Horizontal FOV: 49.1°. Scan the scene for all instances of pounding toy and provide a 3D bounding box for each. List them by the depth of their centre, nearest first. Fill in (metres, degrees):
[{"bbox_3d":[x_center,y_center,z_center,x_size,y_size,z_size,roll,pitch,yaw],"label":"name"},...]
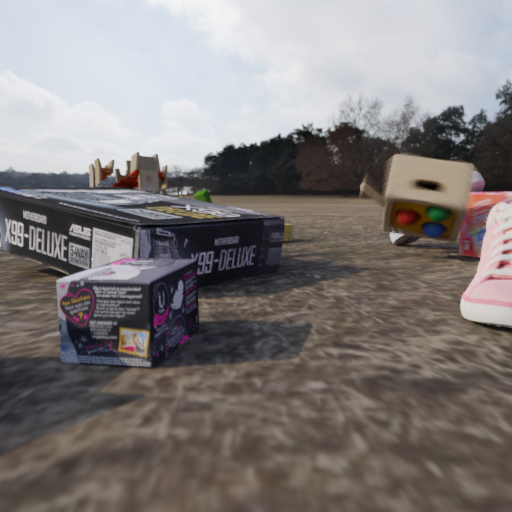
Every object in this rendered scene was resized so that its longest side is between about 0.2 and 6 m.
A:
[{"bbox_3d":[2.873,-0.848,10.667,1.950,1.015,2.219,10,-23,15],"label":"pounding toy"}]

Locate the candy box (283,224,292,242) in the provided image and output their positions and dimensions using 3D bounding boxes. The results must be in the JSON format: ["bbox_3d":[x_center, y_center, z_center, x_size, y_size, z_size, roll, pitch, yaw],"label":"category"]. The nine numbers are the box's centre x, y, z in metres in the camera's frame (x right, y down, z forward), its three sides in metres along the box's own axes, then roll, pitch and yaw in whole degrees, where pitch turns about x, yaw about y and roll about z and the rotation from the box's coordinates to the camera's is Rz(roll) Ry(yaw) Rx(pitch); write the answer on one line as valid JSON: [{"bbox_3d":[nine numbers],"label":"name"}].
[{"bbox_3d":[0.011,-0.569,14.211,0.973,0.471,1.667,6,7,44],"label":"candy box"}]

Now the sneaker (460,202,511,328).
[{"bbox_3d":[2.843,-0.008,6.123,0.933,1.296,2.480,6,10,29],"label":"sneaker"}]

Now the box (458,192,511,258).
[{"bbox_3d":[5.389,-0.637,11.277,2.549,1.308,1.207,-6,10,-32],"label":"box"}]

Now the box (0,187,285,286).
[{"bbox_3d":[-2.019,-0.417,9.023,3.957,0.985,3.121,14,14,37],"label":"box"}]

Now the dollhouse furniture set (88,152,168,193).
[{"bbox_3d":[-2.377,-1.475,10.898,1.432,0.738,1.417,0,-7,-33],"label":"dollhouse furniture set"}]

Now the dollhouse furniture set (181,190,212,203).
[{"bbox_3d":[-2.732,-0.822,16.326,3.232,1.248,1.615,-19,13,6],"label":"dollhouse furniture set"}]

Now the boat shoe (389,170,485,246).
[{"bbox_3d":[3.706,-1.223,12.317,1.076,1.058,2.984,-8,-19,-25],"label":"boat shoe"}]

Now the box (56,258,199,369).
[{"bbox_3d":[-1.043,0.426,4.811,0.812,0.705,1.229,1,7,11],"label":"box"}]
